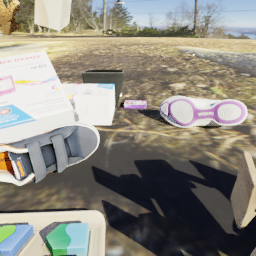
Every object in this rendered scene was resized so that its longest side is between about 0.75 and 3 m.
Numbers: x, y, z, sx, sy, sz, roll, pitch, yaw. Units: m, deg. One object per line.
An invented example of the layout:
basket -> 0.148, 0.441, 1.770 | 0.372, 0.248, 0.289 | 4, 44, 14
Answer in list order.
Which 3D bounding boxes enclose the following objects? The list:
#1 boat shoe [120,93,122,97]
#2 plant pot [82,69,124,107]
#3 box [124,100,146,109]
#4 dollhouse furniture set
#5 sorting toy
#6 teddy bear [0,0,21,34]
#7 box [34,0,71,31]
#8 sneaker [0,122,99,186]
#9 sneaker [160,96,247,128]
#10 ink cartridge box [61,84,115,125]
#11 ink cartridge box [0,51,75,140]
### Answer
boat shoe -> -0.753, -1.761, 11.534 | 0.840, 0.686, 2.274 | -3, 22, -8
plant pot -> -0.831, -1.417, 9.887 | 1.352, 1.200, 1.349 | 1, 16, 1
box -> 0.264, -0.836, 9.922 | 0.772, 0.151, 0.528 | 2, 22, 4
dollhouse furniture set -> 2.440, 1.067, 2.043 | 2.702, 1.392, 2.673 | -5, 45, 9
sorting toy -> -1.173, 1.642, 3.366 | 1.762, 0.347, 1.903 | -1, 22, -3
teddy bear -> -3.831, -3.413, 7.977 | 1.375, 0.633, 1.897 | -23, -12, 20
box -> -1.698, -3.227, 6.483 | 0.638, 1.640, 0.779 | 16, 34, 2
sneaker -> -1.677, 0.545, 5.415 | 2.348, 0.921, 0.932 | -14, 19, -6
sneaker -> 2.152, -0.391, 8.192 | 2.431, 0.910, 1.211 | 7, 1, 22
ink cartridge box -> -1.819, -0.767, 8.678 | 2.723, 0.924, 1.567 | 1, 22, 2
ink cartridge box -> -2.558, -0.693, 6.849 | 1.821, 1.066, 2.519 | -16, 50, -21
